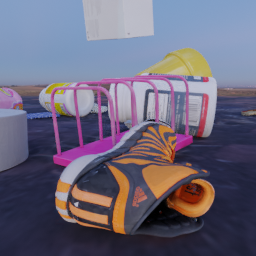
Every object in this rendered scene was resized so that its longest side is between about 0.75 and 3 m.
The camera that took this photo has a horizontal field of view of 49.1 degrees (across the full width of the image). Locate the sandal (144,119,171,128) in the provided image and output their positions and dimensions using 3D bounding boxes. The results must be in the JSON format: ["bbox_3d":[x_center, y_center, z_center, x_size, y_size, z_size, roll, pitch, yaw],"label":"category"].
[{"bbox_3d":[0.559,0.089,5.341,0.692,0.518,1.806,0,8,1],"label":"sandal"}]

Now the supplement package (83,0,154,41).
[{"bbox_3d":[-0.316,-3.623,9.091,1.836,1.394,1.383,13,26,42],"label":"supplement package"}]

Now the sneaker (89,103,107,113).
[{"bbox_3d":[-1.606,-0.957,12.680,1.487,0.603,0.559,-3,7,-32],"label":"sneaker"}]

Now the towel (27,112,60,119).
[{"bbox_3d":[-3.395,-0.455,10.825,1.294,0.154,0.937,-8,14,-40],"label":"towel"}]

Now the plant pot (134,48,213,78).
[{"bbox_3d":[1.643,-1.651,11.376,2.508,2.666,2.666,-20,15,-20],"label":"plant pot"}]

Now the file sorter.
[{"bbox_3d":[-0.046,-0.170,4.226,1.282,1.157,1.845,7,17,40],"label":"file sorter"}]

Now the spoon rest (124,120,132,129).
[{"bbox_3d":[0.728,-0.182,7.405,1.668,0.505,0.829,1,8,-1],"label":"spoon rest"}]

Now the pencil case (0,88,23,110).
[{"bbox_3d":[-3.607,-0.361,6.318,1.209,1.209,2.765,2,9,14],"label":"pencil case"}]

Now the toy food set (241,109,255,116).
[{"bbox_3d":[5.504,-0.641,11.754,1.682,0.265,1.069,-9,9,-9],"label":"toy food set"}]

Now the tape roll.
[{"bbox_3d":[-2.654,0.149,4.087,2.256,0.745,2.256,-1,8,0],"label":"tape roll"}]

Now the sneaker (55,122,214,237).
[{"bbox_3d":[0.320,0.453,2.599,1.032,0.715,1.843,9,22,29],"label":"sneaker"}]

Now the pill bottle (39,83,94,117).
[{"bbox_3d":[-2.680,-1.216,11.747,1.352,1.352,2.593,-8,12,-44],"label":"pill bottle"}]

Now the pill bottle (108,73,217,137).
[{"bbox_3d":[0.767,-0.562,6.433,2.265,1.355,1.355,6,9,9],"label":"pill bottle"}]
